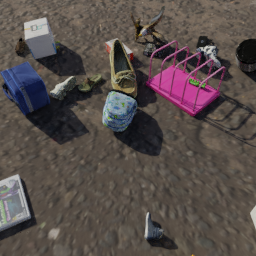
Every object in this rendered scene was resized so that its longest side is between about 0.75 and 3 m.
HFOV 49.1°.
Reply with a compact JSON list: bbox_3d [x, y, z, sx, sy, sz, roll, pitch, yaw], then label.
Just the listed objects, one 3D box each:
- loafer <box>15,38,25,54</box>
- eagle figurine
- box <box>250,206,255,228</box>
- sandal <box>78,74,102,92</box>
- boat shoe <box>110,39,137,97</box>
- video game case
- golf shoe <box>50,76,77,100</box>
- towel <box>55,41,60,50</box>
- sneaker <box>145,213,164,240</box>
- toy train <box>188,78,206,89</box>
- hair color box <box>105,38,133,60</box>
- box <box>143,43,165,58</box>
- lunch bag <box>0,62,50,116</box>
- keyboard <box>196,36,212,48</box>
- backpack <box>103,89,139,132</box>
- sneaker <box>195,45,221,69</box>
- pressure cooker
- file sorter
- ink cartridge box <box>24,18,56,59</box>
[{"bbox_3d":[-5.699,-4.327,14.675,0.424,0.412,1.160,-4,49,-3],"label":"loafer"},{"bbox_3d":[1.254,-5.077,14.406,2.363,1.793,1.783,9,71,41],"label":"eagle figurine"},{"bbox_3d":[4.477,3.075,7.927,1.176,0.921,1.890,-3,50,-2],"label":"box"},{"bbox_3d":[-1.763,-2.134,12.776,0.574,0.413,1.446,26,54,21],"label":"sandal"},{"bbox_3d":[-0.254,-2.637,12.631,1.090,0.940,2.988,-7,62,-4],"label":"boat shoe"},{"bbox_3d":[-4.079,2.452,8.952,1.547,0.199,1.702,-21,52,-17],"label":"video game case"},{"bbox_3d":[-2.893,-1.881,12.497,0.707,0.569,1.453,19,50,23],"label":"golf shoe"},{"bbox_3d":[-3.938,-4.411,14.966,0.546,0.087,0.760,-4,49,-2],"label":"towel"},{"bbox_3d":[0.805,2.950,8.417,0.571,0.300,0.790,-3,58,12],"label":"sneaker"},{"bbox_3d":[3.076,-1.988,12.518,0.862,0.180,0.243,27,77,26],"label":"toy train"},{"bbox_3d":[-0.458,-3.941,14.307,0.768,0.464,1.514,-26,55,-20],"label":"hair color box"},{"bbox_3d":[1.357,-4.050,14.561,1.012,0.220,0.810,11,50,9],"label":"box"},{"bbox_3d":[-4.405,-1.674,11.687,1.411,1.449,2.132,-29,55,-23],"label":"lunch bag"},{"bbox_3d":[4.149,-4.617,15.125,0.772,0.125,1.215,10,51,17],"label":"keyboard"},{"bbox_3d":[-0.364,-0.682,11.098,1.394,1.314,1.709,24,65,-2],"label":"backpack"},{"bbox_3d":[4.253,-3.607,13.880,1.071,0.657,1.645,-29,44,-12],"label":"sneaker"},{"bbox_3d":[5.725,-3.347,13.172,1.315,1.472,1.295,15,83,25],"label":"pressure cooker"},{"bbox_3d":[2.446,-2.263,12.020,1.913,1.727,2.753,-35,58,-27],"label":"file sorter"},{"bbox_3d":[-4.478,-4.591,14.312,1.199,1.204,1.642,-16,50,-4],"label":"ink cartridge box"}]
